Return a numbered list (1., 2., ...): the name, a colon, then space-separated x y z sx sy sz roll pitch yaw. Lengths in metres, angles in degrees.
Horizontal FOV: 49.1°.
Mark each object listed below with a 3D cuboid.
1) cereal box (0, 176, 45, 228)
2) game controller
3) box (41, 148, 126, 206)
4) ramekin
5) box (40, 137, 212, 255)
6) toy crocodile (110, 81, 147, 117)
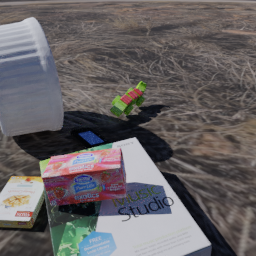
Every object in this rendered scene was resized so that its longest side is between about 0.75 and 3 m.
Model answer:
1. cereal box: -2.115 1.417 5.510 0.857 0.235 1.192 0 30 3
2. game controller: -0.986 0.300 7.427 0.661 0.267 1.266 -22 37 -32
3. box: -0.670 0.785 4.595 1.244 0.589 0.638 -8 26 4
4. ramekin: -2.857 -1.230 7.338 1.465 3.006 3.006 -16 34 -24
5. box: -0.295 1.328 4.871 2.126 0.535 2.946 -14 33 -16
6. toy crocodile: 0.064 -0.909 8.826 0.623 0.570 1.845 41 44 9
